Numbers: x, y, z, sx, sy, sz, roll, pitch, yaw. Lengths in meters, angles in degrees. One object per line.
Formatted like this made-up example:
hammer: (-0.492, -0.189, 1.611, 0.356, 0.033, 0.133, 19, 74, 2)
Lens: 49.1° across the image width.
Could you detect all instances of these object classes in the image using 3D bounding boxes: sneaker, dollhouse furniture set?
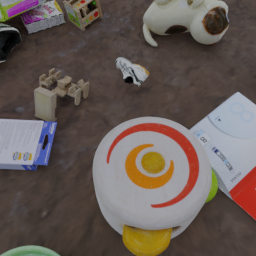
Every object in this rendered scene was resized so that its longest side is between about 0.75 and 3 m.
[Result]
sneaker: (-0.018, -1.551, 7.775, 1.282, 0.485, 0.562, 34, 91, 43)
dollhouse furniture set: (-1.993, -0.895, 7.993, 1.249, 0.885, 1.359, 23, 39, 13)
sneaker: (-4.419, -2.237, 8.401, 1.262, 1.089, 2.879, 16, 59, 23)

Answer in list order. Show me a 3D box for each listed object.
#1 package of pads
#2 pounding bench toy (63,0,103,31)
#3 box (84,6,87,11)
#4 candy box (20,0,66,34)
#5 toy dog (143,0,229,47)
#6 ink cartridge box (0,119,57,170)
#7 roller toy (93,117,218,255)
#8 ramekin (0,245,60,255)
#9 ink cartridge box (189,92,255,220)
package of pads: (-4.633, -4.352, 9.369, 2.914, 0.994, 2.251, 10, 40, 20)
pounding bench toy: (-1.540, -4.285, 9.591, 1.035, 1.327, 0.824, -42, 66, -14)
box: (-1.598, -4.622, 10.598, 0.967, 0.103, 0.791, -16, 59, -10)
candy box: (-3.062, -3.979, 9.998, 1.390, 0.424, 0.948, -23, 60, -15)
toy dog: (1.951, -3.683, 9.024, 2.633, 1.837, 2.552, 25, 81, 13)
ink cartridge box: (-2.966, 0.405, 7.204, 2.175, 0.456, 1.298, 1, 58, 4)
roller toy: (0.445, 1.076, 5.952, 2.614, 1.827, 2.385, -39, 65, -22)
ramekin: (-1.802, 3.228, 5.117, 1.894, 0.925, 1.894, 0, 58, 0)
ink cartridge box: (3.015, 0.653, 6.911, 2.264, 0.668, 2.828, -35, 63, -20)
